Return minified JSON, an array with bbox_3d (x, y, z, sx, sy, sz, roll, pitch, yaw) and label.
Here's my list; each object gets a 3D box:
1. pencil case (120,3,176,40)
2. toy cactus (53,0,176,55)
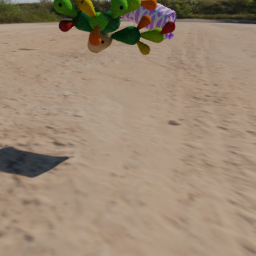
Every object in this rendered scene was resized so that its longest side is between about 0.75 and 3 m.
[{"bbox_3d":[0.421,-3.272,8.077,2.001,0.856,0.840,36,70,24],"label":"pencil case"},{"bbox_3d":[-0.350,-1.775,5.227,2.089,1.068,1.724,-2,-7,-23],"label":"toy cactus"}]
